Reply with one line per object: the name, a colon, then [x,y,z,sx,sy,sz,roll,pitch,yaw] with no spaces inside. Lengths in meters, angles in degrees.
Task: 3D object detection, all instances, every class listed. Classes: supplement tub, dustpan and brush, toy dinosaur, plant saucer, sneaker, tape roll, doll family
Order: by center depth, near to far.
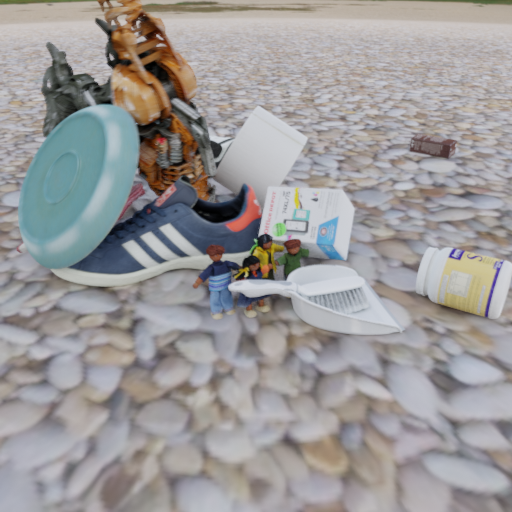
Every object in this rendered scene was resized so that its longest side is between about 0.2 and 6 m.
dustpan and brush: [0.738,0.527,7.732,2.267,0.649,1.582,-7,29,-12]
supplement tub: [2.914,0.349,7.869,1.138,0.827,0.827,16,32,27]
doll family: [-0.040,0.206,7.897,0.709,1.044,1.807,22,35,39]
plant saucer: [-2.761,-1.111,8.284,2.638,2.638,0.361,30,2,43]
sneaker: [-1.548,-0.494,8.799,3.408,1.440,1.278,-8,30,-14]
toy dinosaur: [-1.870,-2.786,9.526,2.394,4.687,3.181,-19,33,-42]
tape roll: [0.065,-1.814,10.465,1.116,1.625,1.625,32,30,-4]
sneaker: [-1.279,-2.364,13.138,1.309,0.858,2.275,13,22,40]

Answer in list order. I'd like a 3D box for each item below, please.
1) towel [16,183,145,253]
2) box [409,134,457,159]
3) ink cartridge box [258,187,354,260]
towel: [-2.839,-0.597,9.192,1.887,0.215,1.359,-17,22,20]
box: [4.474,-2.782,14.169,1.039,0.389,0.520,17,33,32]
ink cartridge box: [0.786,-0.499,8.644,1.196,0.878,0.874,5,-13,23]
